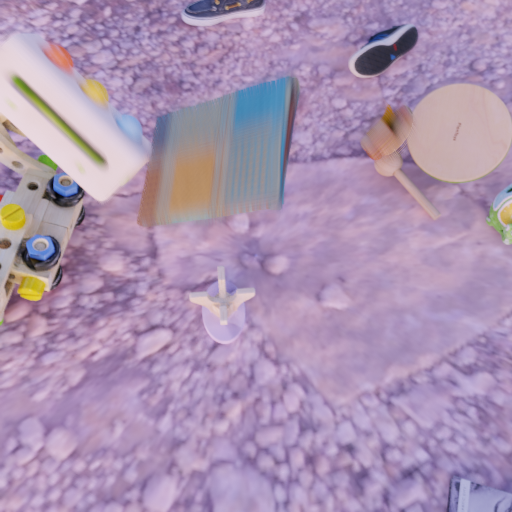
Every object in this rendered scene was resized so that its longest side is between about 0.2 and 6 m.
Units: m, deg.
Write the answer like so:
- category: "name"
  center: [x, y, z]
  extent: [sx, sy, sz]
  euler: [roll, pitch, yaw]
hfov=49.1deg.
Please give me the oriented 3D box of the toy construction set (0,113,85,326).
- category: "toy construction set"
  center: [-3.995, -0.585, 8.272]
  extent: [2.501, 1.757, 3.814]
  euler: [14, 71, -9]

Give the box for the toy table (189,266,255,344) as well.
- category: "toy table"
  center: [-0.480, 0.701, 8.241]
  extent: [0.935, 0.595, 1.017]
  euler: [-14, 58, -9]

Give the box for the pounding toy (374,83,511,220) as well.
- category: "pounding toy"
  center: [3.312, -1.843, 9.794]
  extent: [2.181, 1.012, 1.683]
  euler: [-45, 77, 7]

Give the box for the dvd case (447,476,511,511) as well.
- category: "dvd case"
  center: [3.300, 3.744, 6.562]
  extent: [2.191, 0.175, 1.629]
  euler: [15, 59, 9]

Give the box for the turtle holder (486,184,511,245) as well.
- category: "turtle holder"
  center: [4.184, -0.722, 9.011]
  extent: [1.135, 0.806, 0.863]
  euler: [-28, 62, -17]

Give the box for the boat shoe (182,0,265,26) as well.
- category: "boat shoe"
  center: [-0.720, -5.577, 12.054]
  extent: [1.867, 0.847, 0.660]
  euler: [-14, 59, -9]

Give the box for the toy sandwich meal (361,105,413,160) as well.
- category: "toy sandwich meal"
  center: [2.088, -2.012, 8.996]
  extent: [0.338, 0.987, 0.987]
  euler: [28, 56, -21]

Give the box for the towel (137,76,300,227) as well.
- category: "towel"
  center: [-0.561, -1.322, 7.457]
  extent: [2.465, 0.267, 1.808]
  euler: [-6, 68, 37]

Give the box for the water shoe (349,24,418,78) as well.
- category: "water shoe"
  center: [2.488, -4.158, 11.420]
  extent: [1.767, 0.632, 0.697]
  euler: [-31, 36, -17]

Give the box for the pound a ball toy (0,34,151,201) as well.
- category: "pound a ball toy"
  center: [-2.805, -2.388, 8.653]
  extent: [1.194, 1.833, 2.811]
  euler: [-41, 102, 17]
